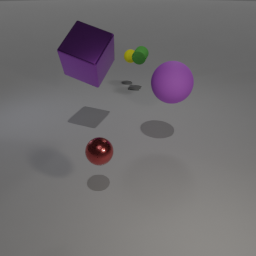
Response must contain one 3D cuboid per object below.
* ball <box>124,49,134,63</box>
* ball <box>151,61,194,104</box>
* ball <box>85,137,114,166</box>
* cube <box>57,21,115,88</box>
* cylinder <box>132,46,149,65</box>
[{"bbox_3d":[0.134,-3.826,14.925,0.700,0.700,0.700,0,28,0],"label":"ball"},{"bbox_3d":[1.463,-1.509,9.295,1.400,1.400,1.400,0,28,0],"label":"ball"},{"bbox_3d":[-0.709,0.577,6.940,0.700,0.700,0.700,0,28,0],"label":"ball"},{"bbox_3d":[-1.379,-2.516,9.663,1.400,1.400,1.400,23,68,8],"label":"cube"},{"bbox_3d":[0.611,-3.611,13.894,0.700,0.700,0.700,8,38,14],"label":"cylinder"}]
